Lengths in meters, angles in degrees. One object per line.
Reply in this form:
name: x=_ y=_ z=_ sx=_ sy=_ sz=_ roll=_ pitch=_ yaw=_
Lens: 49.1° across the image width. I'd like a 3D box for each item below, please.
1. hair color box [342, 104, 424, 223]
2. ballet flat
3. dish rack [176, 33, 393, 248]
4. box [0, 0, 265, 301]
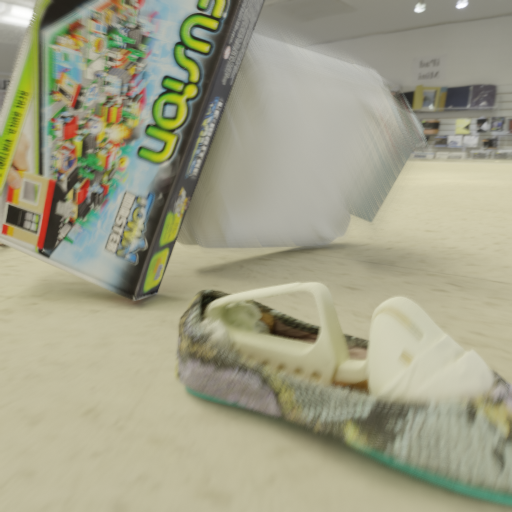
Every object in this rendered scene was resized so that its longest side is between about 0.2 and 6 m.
hair color box: x=1.490 y=-1.111 z=6.754 sx=0.384 sy=1.265 sz=0.626 roll=20 pitch=30 yaw=-8
ballet flat: x=0.551 y=0.653 z=3.397 sx=2.679 sy=0.964 sz=0.964 roll=8 pitch=15 yaw=33
dish rack: x=0.560 y=-1.302 z=7.853 sx=3.406 sy=2.923 sz=0.741 roll=-2 pitch=31 yaw=-42
box: x=-1.476 y=-1.780 z=6.103 sx=2.200 sy=3.997 sz=0.694 roll=22 pitch=7 yaw=10
